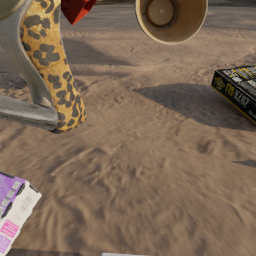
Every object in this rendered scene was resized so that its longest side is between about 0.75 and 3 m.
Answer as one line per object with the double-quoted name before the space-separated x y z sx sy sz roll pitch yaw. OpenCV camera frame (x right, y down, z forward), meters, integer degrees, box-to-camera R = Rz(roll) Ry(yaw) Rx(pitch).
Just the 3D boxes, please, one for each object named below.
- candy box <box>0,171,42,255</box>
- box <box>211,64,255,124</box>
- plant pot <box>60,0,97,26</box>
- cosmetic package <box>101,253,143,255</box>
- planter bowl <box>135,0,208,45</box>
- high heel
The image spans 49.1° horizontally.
"candy box" -2.393 1.447 4.360 1.344 0.573 1.603 13 58 21
"box" 4.521 -1.128 9.172 2.316 0.716 2.901 -10 40 -20
"plant pot" -1.083 -2.768 5.858 0.663 0.753 0.752 42 50 -13
"cosmetic package" 0.408 2.110 3.386 1.584 0.852 0.672 3 10 2
"planter bowl" 1.180 -3.699 8.726 2.142 2.142 1.441 -4 16 -7
"high heel" -1.195 -1.377 4.752 1.037 2.905 2.071 18 1 36
